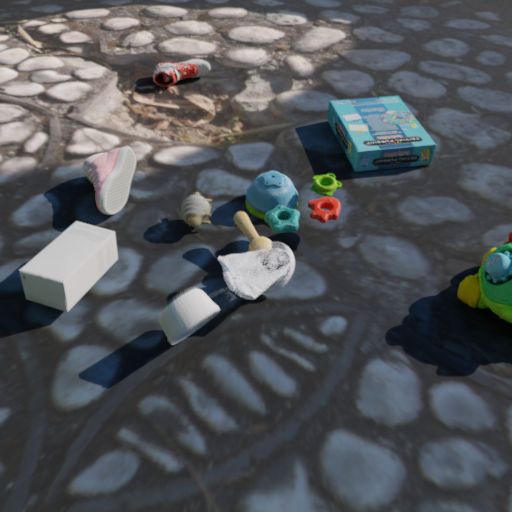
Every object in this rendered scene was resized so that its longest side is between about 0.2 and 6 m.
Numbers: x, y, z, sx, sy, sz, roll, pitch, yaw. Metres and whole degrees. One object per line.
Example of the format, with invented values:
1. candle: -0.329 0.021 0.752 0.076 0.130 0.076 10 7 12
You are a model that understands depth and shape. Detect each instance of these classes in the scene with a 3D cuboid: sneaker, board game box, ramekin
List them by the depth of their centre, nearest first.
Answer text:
1. ramekin: -1.052 0.899 8.540 0.911 0.911 0.478 -31 80 -30
2. sneaker: -3.154 -1.507 11.529 0.963 0.693 1.842 -5 48 14
3. board game box: 2.845 -2.900 13.086 1.794 0.558 2.376 -6 43 -7
4. sneaker: -2.049 -5.017 15.445 1.596 0.533 0.856 0 43 5

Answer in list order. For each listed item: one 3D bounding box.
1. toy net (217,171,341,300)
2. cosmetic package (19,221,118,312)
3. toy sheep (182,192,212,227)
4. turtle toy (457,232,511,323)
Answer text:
1. toy net: 0.461 -0.349 10.273 1.922 0.708 3.665 11 45 7
2. cosmetic package: -3.148 0.138 9.560 0.855 0.674 1.588 16 39 14
3. toy sheep: -1.151 -0.897 10.810 0.588 0.588 0.853 0 48 0
4. turtle toy: 4.624 0.215 9.140 1.851 1.284 2.540 30 50 29
